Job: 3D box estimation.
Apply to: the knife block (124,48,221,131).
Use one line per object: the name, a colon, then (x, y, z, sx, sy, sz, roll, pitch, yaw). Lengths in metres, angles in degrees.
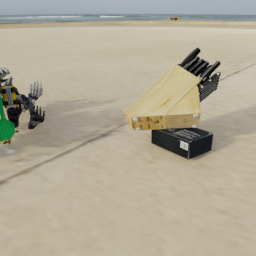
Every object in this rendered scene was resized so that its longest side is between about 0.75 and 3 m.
knife block: (1.101, -1.017, 6.854, 2.313, 0.740, 2.030, -4, 63, 8)

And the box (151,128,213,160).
box: (1.304, 0.257, 6.896, 0.880, 0.492, 1.247, -17, 26, -35)

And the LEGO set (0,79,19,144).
LEGO set: (-3.976, -0.301, 6.586, 2.704, 2.079, 1.566, -21, 4, -23)

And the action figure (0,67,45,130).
action figure: (-3.318, -0.998, 8.339, 1.554, 1.334, 2.614, 12, 19, -43)
